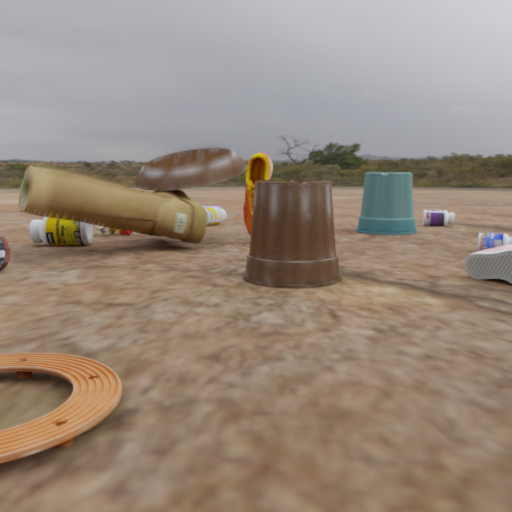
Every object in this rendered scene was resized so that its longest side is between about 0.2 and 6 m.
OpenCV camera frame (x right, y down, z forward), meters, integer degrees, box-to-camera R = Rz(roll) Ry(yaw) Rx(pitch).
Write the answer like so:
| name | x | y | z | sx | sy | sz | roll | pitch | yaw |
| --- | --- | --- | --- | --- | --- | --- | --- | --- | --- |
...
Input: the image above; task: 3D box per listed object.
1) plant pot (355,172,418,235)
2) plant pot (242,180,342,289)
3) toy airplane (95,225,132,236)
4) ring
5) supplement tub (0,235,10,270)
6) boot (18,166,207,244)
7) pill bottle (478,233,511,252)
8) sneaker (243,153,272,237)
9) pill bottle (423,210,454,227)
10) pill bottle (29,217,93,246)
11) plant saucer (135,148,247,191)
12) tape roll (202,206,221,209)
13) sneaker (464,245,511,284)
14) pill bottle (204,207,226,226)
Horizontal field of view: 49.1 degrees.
| name | x | y | z | sx | sy | sz | roll | pitch | yaw |
| --- | --- | --- | --- | --- | --- | --- | --- | --- | --- |
| plant pot | 3.059 | -1.244 | 13.049 | 1.427 | 1.398 | 1.427 | 1 | 8 | 0 |
| plant pot | 0.486 | -0.336 | 7.378 | 1.335 | 1.322 | 1.335 | 0 | 10 | 0 |
| toy airplane | -3.224 | -0.755 | 12.532 | 0.832 | 0.587 | 0.828 | 9 | 36 | -29 |
| ring | -1.609 | 0.887 | 3.266 | 1.612 | 0.155 | 1.612 | -1 | 9 | 0 |
| supplement tub | -3.974 | 0.004 | 7.648 | 0.567 | 0.567 | 1.061 | 5 | 10 | 30 |
| boot | -2.721 | -1.012 | 10.304 | 3.048 | 1.008 | 2.669 | 9 | 2 | -29 |
| pill bottle | 4.217 | -0.219 | 9.796 | 0.619 | 0.347 | 0.347 | 3 | 9 | 24 |
| sneaker | -0.015 | -1.134 | 10.851 | 0.627 | 1.719 | 0.663 | 0 | 7 | 13 |
| pill bottle | 4.700 | -0.968 | 14.439 | 0.755 | 0.421 | 0.421 | 3 | 9 | 15 |
| pill bottle | -3.727 | -0.486 | 10.725 | 1.063 | 0.598 | 0.598 | -3 | 9 | -1 |
| plant saucer | -1.375 | -1.848 | 11.587 | 2.345 | 0.376 | 2.345 | -8 | 22 | 3 |
| tape roll | -1.620 | -1.214 | 16.150 | 1.207 | 0.396 | 1.207 | 0 | 10 | 0 |
| sneaker | 3.398 | 0.104 | 7.140 | 0.694 | 0.500 | 1.328 | -10 | 8 | -25 |
| pill bottle | -1.165 | -1.039 | 14.710 | 0.482 | 0.482 | 0.861 | 5 | 9 | 31 |
